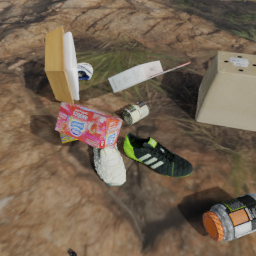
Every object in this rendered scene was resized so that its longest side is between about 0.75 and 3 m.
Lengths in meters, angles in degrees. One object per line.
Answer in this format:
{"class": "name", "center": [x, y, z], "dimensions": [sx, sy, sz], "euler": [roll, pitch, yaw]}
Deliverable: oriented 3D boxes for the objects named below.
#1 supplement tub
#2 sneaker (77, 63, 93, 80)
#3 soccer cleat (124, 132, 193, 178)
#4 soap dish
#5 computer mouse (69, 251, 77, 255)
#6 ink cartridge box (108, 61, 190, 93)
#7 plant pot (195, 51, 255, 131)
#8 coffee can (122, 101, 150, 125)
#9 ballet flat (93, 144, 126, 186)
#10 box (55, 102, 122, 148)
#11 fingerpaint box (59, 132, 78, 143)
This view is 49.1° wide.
{"class": "supplement tub", "center": [3.079, 2.571, 8.019], "dimensions": [1.671, 1.024, 1.024], "euler": [-13, 44, -14]}
{"class": "sneaker", "center": [-2.865, -2.806, 13.999], "dimensions": [2.185, 0.822, 0.963], "euler": [-3, 43, -2]}
{"class": "soccer cleat", "center": [1.005, 0.925, 9.768], "dimensions": [2.618, 1.061, 0.884], "euler": [20, 46, 20]}
{"class": "soap dish", "center": [-2.720, -2.475, 11.657], "dimensions": [1.091, 2.686, 2.113], "euler": [-5, 67, -5]}
{"class": "computer mouse", "center": [-1.654, 3.796, 7.304], "dimensions": [1.035, 0.238, 0.726], "euler": [-27, 51, -35]}
{"class": "ink cartridge box", "center": [0.905, -2.195, 10.576], "dimensions": [2.465, 0.618, 2.840], "euler": [-19, 8, 24]}
{"class": "plant pot", "center": [4.394, -1.719, 11.748], "dimensions": [2.578, 2.285, 2.581], "euler": [10, 44, 10]}
{"class": "coffee can", "center": [0.342, -0.649, 11.744], "dimensions": [0.948, 0.694, 0.694], "euler": [-30, 50, -28]}
{"class": "ballet flat", "center": [-0.835, 0.765, 10.058], "dimensions": [1.022, 1.022, 2.849], "euler": [-13, 45, -14]}
{"class": "box", "center": [-1.147, -0.088, 8.003], "dimensions": [1.749, 0.872, 0.835], "euler": [20, 8, 32]}
{"class": "fingerpaint box", "center": [-2.232, 0.113, 11.165], "dimensions": [0.993, 0.364, 0.828], "euler": [-14, 44, -14]}
